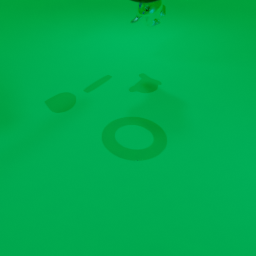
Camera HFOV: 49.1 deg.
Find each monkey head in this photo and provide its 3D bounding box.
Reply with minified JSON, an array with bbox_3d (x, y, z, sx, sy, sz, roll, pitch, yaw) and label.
[{"bbox_3d":[0.599,-3.637,8.670,1.468,0.885,1.056,-56,39,-3],"label":"monkey head"}]

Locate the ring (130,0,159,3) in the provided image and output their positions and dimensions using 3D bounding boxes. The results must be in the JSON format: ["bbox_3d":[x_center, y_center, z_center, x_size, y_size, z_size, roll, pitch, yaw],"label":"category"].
[{"bbox_3d":[0.274,-3.482,6.282,1.672,1.672,0.334,9,72,11],"label":"ring"}]
